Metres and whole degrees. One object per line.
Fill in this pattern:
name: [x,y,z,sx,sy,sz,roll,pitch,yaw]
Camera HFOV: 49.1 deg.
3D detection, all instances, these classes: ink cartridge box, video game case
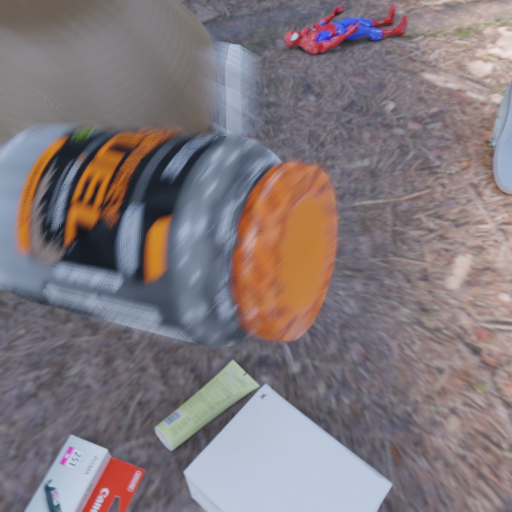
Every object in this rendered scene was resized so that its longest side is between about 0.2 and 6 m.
ink cartridge box: [-1.885,2.635,6.105,0.939,0.236,1.082,16,53,14]
video game case: [-0.191,-1.133,4.877,0.108,1.198,0.858,0,30,-1]

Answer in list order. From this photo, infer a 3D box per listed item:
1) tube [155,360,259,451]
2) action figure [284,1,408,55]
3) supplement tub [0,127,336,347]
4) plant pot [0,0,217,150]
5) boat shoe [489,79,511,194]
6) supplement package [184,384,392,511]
tube: [-0.593,1.797,6.739,1.306,0.339,0.379,-35,98,-28]
action figure: [1.818,-4.759,11.729,2.633,0.681,0.861,-18,56,-10]
supplement tub: [-0.670,-0.165,3.870,2.230,1.366,1.366,9,51,26]
plant pot: [-1.929,-2.208,5.789,3.050,1.408,3.050,1,62,-3]
boat shoe: [4.329,-2.051,9.465,0.834,0.962,2.257,10,81,1]
supplement package: [0.300,2.443,5.815,1.648,0.914,1.283,34,59,25]
